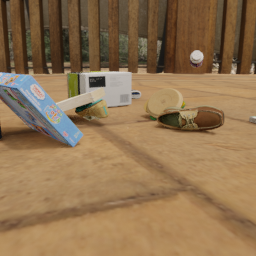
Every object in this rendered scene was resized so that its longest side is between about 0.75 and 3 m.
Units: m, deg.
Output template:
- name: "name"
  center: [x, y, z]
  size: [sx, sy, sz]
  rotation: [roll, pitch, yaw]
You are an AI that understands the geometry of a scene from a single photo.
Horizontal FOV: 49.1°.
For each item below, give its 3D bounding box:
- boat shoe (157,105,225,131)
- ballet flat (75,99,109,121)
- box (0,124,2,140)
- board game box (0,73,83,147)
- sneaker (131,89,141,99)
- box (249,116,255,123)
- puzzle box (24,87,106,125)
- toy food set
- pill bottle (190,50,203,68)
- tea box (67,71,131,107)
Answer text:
- name: "boat shoe"
  center: [1.992, -0.249, 9.318]
  size: [2.289, 0.866, 0.845]
  rotation: [1, 17, 39]
- name: "ballet flat"
  center: [-1.409, -0.597, 10.690]
  size: [0.804, 0.739, 2.343]
  rotation: [-34, 15, -22]
- name: "box"
  center: [-5.334, -0.236, 7.587]
  size: [2.801, 1.500, 2.079]
  rotation: [5, 15, 20]
- name: "board game box"
  center: [-2.833, -0.608, 8.127]
  size: [2.912, 2.203, 0.533]
  rotation: [14, 59, 46]
- name: "sneaker"
  center: [-0.108, -2.100, 17.224]
  size: [1.779, 0.650, 0.995]
  rotation: [7, 10, -3]
- name: "box"
  center: [5.348, -0.286, 10.515]
  size: [1.208, 0.220, 0.872]
  rotation: [-2, 14, -12]
- name: "puzzle box"
  center: [-2.393, -0.886, 10.795]
  size: [2.849, 0.362, 1.895]
  rotation: [-17, 10, 13]
- name: "toy food set"
  center: [1.452, -0.940, 11.188]
  size: [1.552, 0.378, 1.536]
  rotation: [-36, 48, -1]
- name: "pill bottle"
  center: [2.930, -2.959, 11.964]
  size: [0.538, 0.538, 0.966]
  rotation: [3, -4, 13]
- name: "tea box"
  center: [-1.533, -2.059, 14.549]
  size: [2.565, 1.714, 2.523]
  rotation: [-8, 16, -30]
